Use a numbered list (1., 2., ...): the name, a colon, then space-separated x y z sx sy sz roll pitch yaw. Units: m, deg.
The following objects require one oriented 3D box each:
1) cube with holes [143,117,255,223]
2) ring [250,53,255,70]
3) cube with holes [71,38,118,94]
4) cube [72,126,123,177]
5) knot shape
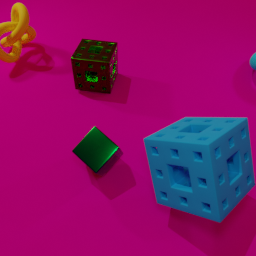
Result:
1. cube with holes: 1.330 0.632 5.151 1.331 1.331 1.331 -25 18 -39
2. ring: 4.506 -2.144 7.910 2.020 0.404 2.020 -22 18 8
3. cube with holes: -0.911 -1.777 8.034 1.051 1.051 1.051 8 47 6
4. cube: -0.641 0.533 6.162 0.733 0.733 0.733 40 83 15
5. knot shape: -3.455 -2.990 8.622 0.825 1.670 1.785 29 32 -9
